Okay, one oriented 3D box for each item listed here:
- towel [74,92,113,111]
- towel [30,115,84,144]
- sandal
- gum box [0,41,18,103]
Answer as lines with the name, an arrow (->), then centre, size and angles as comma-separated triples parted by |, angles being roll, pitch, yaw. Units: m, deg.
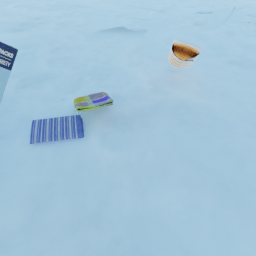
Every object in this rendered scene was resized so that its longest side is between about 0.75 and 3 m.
towel -> -0.955, -0.721, 7.506 | 1.004, 0.159, 1.399 | -13, 19, -8
towel -> -1.724, 0.032, 6.862 | 1.261, 0.150, 0.913 | -7, 38, -10
sandal -> 1.678, -2.131, 8.679 | 0.870, 0.651, 2.270 | 19, 4, 4
gum box -> -3.270, -0.355, 4.260 | 0.632, 2.839, 2.412 | 22, 3, 31
